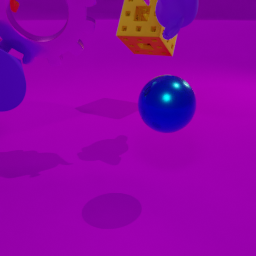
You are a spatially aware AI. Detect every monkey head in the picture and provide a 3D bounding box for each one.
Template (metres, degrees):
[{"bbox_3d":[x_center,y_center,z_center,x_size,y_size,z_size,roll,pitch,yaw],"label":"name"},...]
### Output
[{"bbox_3d":[1.134,-2.503,5.524,1.200,1.005,1.668,3,47,33],"label":"monkey head"}]

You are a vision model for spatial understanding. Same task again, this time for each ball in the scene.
[{"bbox_3d":[0.558,-0.343,4.039,0.837,0.837,0.837,0,23,0],"label":"ball"}]

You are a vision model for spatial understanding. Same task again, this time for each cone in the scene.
[{"bbox_3d":[-2.172,-1.054,5.039,1.145,1.145,1.149,2,30,4],"label":"cone"}]

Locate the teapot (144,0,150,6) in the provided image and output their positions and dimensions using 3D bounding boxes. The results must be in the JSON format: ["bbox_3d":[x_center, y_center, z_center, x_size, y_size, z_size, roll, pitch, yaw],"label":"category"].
[{"bbox_3d":[-0.022,-3.028,4.801,1.131,1.819,0.890,-32,32,-20],"label":"teapot"}]

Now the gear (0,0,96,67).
[{"bbox_3d":[-1.620,-2.162,5.090,2.056,2.056,0.380,-3,33,-7],"label":"gear"}]

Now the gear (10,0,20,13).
[{"bbox_3d":[-2.638,-2.601,5.006,0.372,2.014,2.014,27,27,5],"label":"gear"}]

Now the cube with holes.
[{"bbox_3d":[0.661,-3.079,8.400,1.341,1.341,1.341,11,-5,26],"label":"cube with holes"}]
